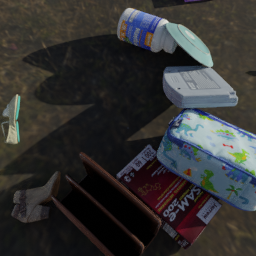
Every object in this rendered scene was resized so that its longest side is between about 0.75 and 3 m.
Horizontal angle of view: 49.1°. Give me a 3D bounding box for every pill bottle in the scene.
[{"bbox_3d":[0.717,-3.191,9.370,1.937,1.086,1.086,24,62,14],"label":"pill bottle"}]

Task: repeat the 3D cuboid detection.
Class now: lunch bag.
[{"bbox_3d":[2.150,0.564,6.749,2.615,1.078,2.102,28,33,15],"label":"lunch bag"}]

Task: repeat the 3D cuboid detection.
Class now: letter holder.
[{"bbox_3d":[-0.527,1.793,6.009,2.256,1.604,1.135,37,65,20],"label":"letter holder"}]

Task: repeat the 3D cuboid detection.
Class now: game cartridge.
[{"bbox_3d":[1.847,-1.214,7.949,1.650,0.501,2.475,1,29,-3],"label":"game cartridge"}]

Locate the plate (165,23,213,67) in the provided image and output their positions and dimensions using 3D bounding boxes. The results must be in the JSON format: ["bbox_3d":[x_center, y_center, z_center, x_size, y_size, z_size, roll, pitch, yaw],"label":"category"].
[{"bbox_3d":[2.019,-2.723,8.869,2.002,0.256,2.002,28,36,-22],"label":"plate"}]

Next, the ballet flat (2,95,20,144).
[{"bbox_3d":[-2.486,-0.173,5.928,0.379,1.090,0.379,6,14,-2],"label":"ballet flat"}]

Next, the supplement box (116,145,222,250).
[{"bbox_3d":[0.913,1.580,6.675,2.239,0.682,1.219,39,64,20],"label":"supplement box"}]

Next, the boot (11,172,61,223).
[{"bbox_3d":[-2.249,1.628,6.803,0.955,0.459,1.306,5,56,7],"label":"boot"}]

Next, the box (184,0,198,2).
[{"bbox_3d":[3.077,-5.783,11.353,1.980,0.387,1.355,-10,59,-6],"label":"box"}]
